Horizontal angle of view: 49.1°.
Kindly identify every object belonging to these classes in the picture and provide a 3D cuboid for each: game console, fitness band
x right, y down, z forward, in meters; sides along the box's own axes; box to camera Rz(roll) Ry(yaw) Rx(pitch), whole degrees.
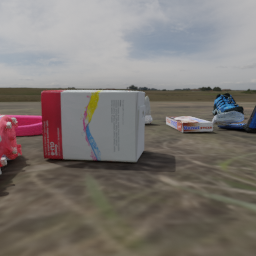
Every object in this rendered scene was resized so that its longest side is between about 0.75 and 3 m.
[{"bbox_3d":[4.005,-0.519,8.109,2.121,1.811,1.255,-3,34,-23],"label":"game console"},{"bbox_3d":[-3.239,-0.133,7.772,2.560,0.479,1.838,3,7,18],"label":"fitness band"}]

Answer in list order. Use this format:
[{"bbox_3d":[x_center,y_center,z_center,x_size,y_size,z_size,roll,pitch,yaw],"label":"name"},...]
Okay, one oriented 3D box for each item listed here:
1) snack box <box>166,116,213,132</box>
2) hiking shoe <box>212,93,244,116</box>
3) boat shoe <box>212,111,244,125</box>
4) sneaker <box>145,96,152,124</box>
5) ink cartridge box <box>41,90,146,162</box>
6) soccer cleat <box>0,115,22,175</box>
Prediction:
[{"bbox_3d":[1.786,-0.141,8.546,0.847,0.286,2.355,-1,6,-3],"label":"snack box"},{"bbox_3d":[4.615,-1.091,13.205,0.959,1.118,2.579,-1,7,-5],"label":"hiking shoe"},{"bbox_3d":[2.920,-0.277,8.243,0.964,0.354,0.322,-1,-25,-13],"label":"boat shoe"},{"bbox_3d":[-0.330,-0.662,9.612,2.379,1.094,0.901,-3,7,-18],"label":"sneaker"},{"bbox_3d":[-0.482,-0.083,4.607,1.486,1.075,1.080,1,7,10],"label":"ink cartridge box"},{"bbox_3d":[-1.955,0.247,3.749,0.803,0.700,2.100,-8,10,-12],"label":"soccer cleat"}]
